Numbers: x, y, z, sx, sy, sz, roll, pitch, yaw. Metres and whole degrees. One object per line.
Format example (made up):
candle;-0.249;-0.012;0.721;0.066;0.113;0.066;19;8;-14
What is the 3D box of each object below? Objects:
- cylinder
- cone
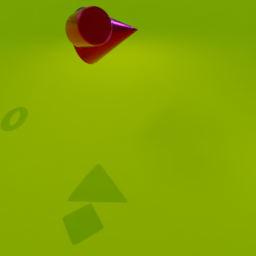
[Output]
cylinder;-0.773;-1.940;5.445;0.703;0.703;0.703;-22;21;-27
cone;-0.356;-2.108;6.218;1.288;1.283;1.283;3;34;28
